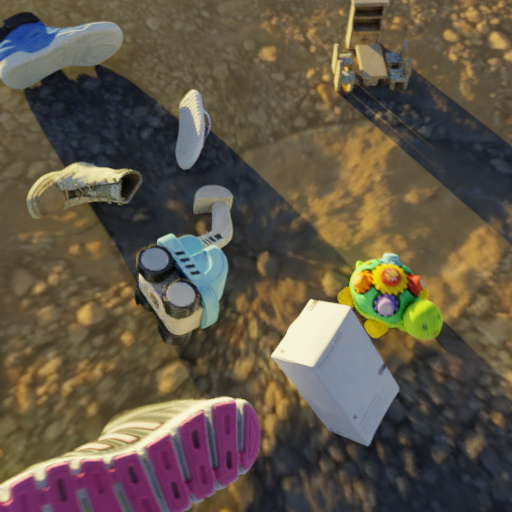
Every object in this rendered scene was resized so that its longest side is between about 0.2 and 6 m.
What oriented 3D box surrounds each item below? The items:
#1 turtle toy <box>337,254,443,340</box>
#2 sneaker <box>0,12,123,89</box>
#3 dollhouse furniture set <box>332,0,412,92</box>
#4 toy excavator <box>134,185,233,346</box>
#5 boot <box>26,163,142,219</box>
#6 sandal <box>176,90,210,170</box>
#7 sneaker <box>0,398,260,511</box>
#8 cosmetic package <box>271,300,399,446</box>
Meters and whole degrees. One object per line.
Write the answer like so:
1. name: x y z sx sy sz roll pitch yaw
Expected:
1. turtle toy: 1.926 0.578 7.770 1.105 0.766 1.516 -33 63 -18
2. sneaker: -3.826 -4.157 10.596 2.368 0.909 1.317 -26 70 -8
3. dollhouse furniture set: 2.124 -3.935 10.407 1.326 1.005 1.513 -2 59 -1
4. toy excavator: -0.834 0.017 8.141 2.035 1.017 1.979 -25 62 -29
5. boot: -2.583 -0.980 8.527 1.180 0.550 1.526 10 33 22
6. sandal: -1.018 -2.186 9.658 0.425 0.704 1.731 23 50 -34
7. sneaker: -1.509 2.391 5.974 3.146 1.376 1.161 -19 89 -32
8. cosmetic package: 0.995 1.409 6.758 0.665 1.639 0.925 8 53 46
